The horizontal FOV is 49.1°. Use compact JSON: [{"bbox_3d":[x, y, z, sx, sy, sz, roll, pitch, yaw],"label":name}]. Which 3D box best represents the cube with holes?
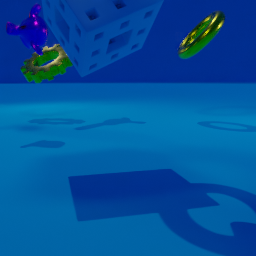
[{"bbox_3d":[-0.435,-1.694,4.023,1.162,1.162,1.162,-31,-8,-19],"label":"cube with holes"}]

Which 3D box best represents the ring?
[{"bbox_3d":[2.253,-2.884,8.715,0.360,1.799,1.799,40,1,-14],"label":"ring"}]

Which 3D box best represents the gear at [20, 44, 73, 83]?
[{"bbox_3d":[-2.686,-2.194,9.414,1.793,0.332,1.793,-11,43,10],"label":"gear"}]

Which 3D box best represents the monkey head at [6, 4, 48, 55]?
[{"bbox_3d":[-2.241,-2.205,6.331,0.689,1.144,0.823,-1,2,34],"label":"monkey head"}]
